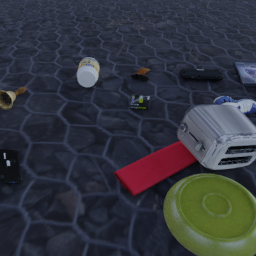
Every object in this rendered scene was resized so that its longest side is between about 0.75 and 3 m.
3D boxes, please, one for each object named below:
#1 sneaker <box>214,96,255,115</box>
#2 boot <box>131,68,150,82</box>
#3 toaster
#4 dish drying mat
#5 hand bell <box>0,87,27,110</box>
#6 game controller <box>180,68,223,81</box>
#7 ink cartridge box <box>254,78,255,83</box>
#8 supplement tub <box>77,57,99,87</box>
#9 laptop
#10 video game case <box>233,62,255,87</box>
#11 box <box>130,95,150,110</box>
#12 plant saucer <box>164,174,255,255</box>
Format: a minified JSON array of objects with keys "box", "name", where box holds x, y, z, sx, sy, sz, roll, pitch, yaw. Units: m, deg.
[{"box":[4.260,-0.577,11.014,1.835,0.741,1.060,5,63,-21],"name":"sneaker"},{"box":[0.808,-2.661,13.898,0.974,0.354,1.034,9,34,30],"name":"boot"},{"box":[3.096,0.284,9.126,2.735,1.554,1.767,0,40,-26],"name":"toaster"},{"box":[1.024,1.219,9.068,2.826,0.257,1.085,-23,46,-26],"name":"dish drying mat"},{"box":[-4.927,-1.485,12.231,0.843,0.843,1.620,10,28,12],"name":"hand bell"},{"box":[3.620,-2.662,13.862,2.073,0.437,1.081,3,24,4],"name":"game controller"},{"box":[7.407,-1.500,12.172,2.891,0.630,2.509,-2,51,-3],"name":"ink cartridge box"},{"box":[-1.886,-2.635,13.277,0.991,0.991,1.372,-1,39,-1],"name":"supplement tub"},{"box":[-4.459,1.461,8.907,1.794,0.927,1.590,8,32,-33],"name":"laptop"},{"box":[6.306,-2.703,13.988,1.612,0.214,2.257,3,38,4],"name":"video game case"},{"box":[0.529,-1.108,12.005,0.824,0.203,0.853,2,39,7],"name":"box"},{"box":[2.393,2.216,7.704,2.793,0.434,2.793,-1,39,0],"name":"plant saucer"}]
